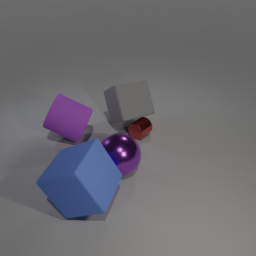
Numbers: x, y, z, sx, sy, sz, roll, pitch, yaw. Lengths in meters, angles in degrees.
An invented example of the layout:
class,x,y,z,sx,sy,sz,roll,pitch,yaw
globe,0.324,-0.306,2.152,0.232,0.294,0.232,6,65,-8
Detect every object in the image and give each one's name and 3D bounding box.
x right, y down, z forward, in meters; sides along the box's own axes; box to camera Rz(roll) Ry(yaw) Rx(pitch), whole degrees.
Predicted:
class,x,y,z,sx,sy,sz,roll,pitch,yaw
cube,0.015,-1.044,11.211,1.400,1.400,1.400,-15,3,-23
cylinder,0.489,0.006,11.052,0.700,0.700,0.700,25,40,33
cylinder,-2.246,-0.375,10.500,1.400,1.400,1.400,25,31,-12
cube,-1.245,1.359,7.508,1.400,1.400,1.400,-18,26,30
ball,-0.274,0.861,9.029,1.400,1.400,1.400,0,32,0
